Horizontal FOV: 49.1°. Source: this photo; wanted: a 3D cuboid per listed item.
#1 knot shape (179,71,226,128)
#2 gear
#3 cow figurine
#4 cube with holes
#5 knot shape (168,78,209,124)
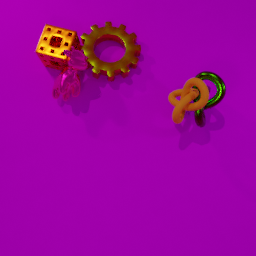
[{"bbox_3d":[2.018,-0.866,7.530,0.681,1.379,1.474,13,40,-18],"label":"knot shape"},{"bbox_3d":[-0.549,-2.311,8.401,1.835,0.339,1.835,1,72,-4],"label":"gear"},{"bbox_3d":[-1.634,-1.505,7.845,0.744,1.356,1.334,11,78,-34],"label":"cow figurine"},{"bbox_3d":[-1.993,-2.294,8.195,0.916,0.916,0.916,15,77,3],"label":"cube with holes"},{"bbox_3d":[1.444,-0.640,7.118,0.569,1.232,1.153,33,79,-19],"label":"knot shape"}]
